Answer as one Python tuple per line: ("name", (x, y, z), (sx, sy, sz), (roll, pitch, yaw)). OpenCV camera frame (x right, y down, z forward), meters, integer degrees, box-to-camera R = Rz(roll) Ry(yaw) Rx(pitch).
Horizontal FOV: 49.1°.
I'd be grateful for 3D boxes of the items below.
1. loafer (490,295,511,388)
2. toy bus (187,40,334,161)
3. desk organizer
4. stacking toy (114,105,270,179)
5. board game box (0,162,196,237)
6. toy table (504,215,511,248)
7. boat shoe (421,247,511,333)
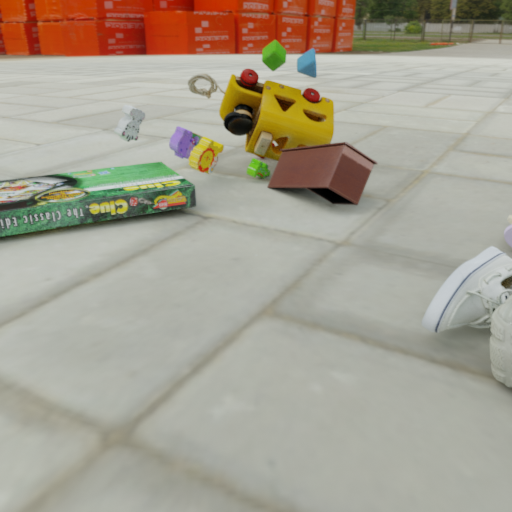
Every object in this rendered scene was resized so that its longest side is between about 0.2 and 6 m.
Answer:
("loafer", (3.670, 0.437, 5.816), (3.409, 1.192, 1.190), (-31, 29, -36))
("toy bus", (0.263, -2.845, 12.036), (2.856, 2.695, 1.476), (-14, 52, 25))
("desk organizer", (1.163, -1.526, 10.621), (0.798, 0.857, 2.225), (26, -6, -28))
("stacking toy", (-1.205, -2.115, 11.315), (2.123, 0.662, 2.816), (27, 10, 24))
("board game box", (-3.419, -1.022, 9.849), (4.263, 0.500, 2.233), (-11, 21, -21))
("toy table", (4.093, -0.356, 8.293), (0.794, 0.730, 0.465), (27, 43, 2))
("boat shoe", (2.554, 0.492, 6.193), (0.769, 0.666, 1.803), (34, 38, 30))
